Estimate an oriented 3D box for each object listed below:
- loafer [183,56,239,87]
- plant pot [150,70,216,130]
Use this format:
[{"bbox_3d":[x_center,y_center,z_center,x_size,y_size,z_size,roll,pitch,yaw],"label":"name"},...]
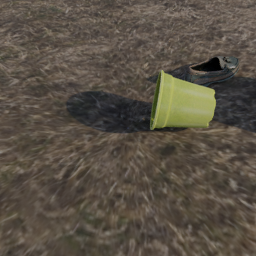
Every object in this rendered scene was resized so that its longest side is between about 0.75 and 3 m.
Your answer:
[{"bbox_3d":[2.712,-1.869,8.802,2.264,0.712,0.814,-26,52,-22],"label":"loafer"},{"bbox_3d":[1.402,-0.609,7.198,1.427,1.552,1.552,9,49,1],"label":"plant pot"}]
